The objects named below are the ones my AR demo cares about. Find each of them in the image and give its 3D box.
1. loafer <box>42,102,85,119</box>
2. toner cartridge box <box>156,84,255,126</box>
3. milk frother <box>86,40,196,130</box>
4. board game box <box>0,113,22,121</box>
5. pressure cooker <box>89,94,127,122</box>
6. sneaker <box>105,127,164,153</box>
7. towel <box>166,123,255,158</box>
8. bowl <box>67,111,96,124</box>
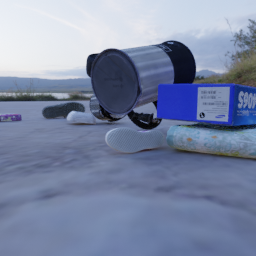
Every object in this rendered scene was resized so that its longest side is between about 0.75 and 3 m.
[{"bbox_3d":[-2.690,-0.771,11.656,1.830,0.688,0.637,-4,12,-28],"label":"loafer"},{"bbox_3d":[2.000,-0.454,5.521,1.412,0.642,2.973,10,9,42],"label":"toner cartridge box"},{"bbox_3d":[0.201,-0.741,6.359,2.000,2.216,2.084,8,22,42],"label":"milk frother"},{"bbox_3d":[-4.967,-0.370,10.176,1.840,0.297,1.105,-5,12,-37],"label":"board game box"},{"bbox_3d":[-0.561,-0.772,9.190,1.119,1.102,1.253,14,-8,-35],"label":"pressure cooker"},{"bbox_3d":[0.002,0.210,4.765,1.111,0.403,0.634,5,-3,-36],"label":"sneaker"},{"bbox_3d":[1.684,0.140,4.937,1.522,0.428,1.779,3,7,30],"label":"towel"},{"bbox_3d":[-1.508,-0.346,9.125,0.881,0.329,0.880,8,3,-22],"label":"bowl"}]
